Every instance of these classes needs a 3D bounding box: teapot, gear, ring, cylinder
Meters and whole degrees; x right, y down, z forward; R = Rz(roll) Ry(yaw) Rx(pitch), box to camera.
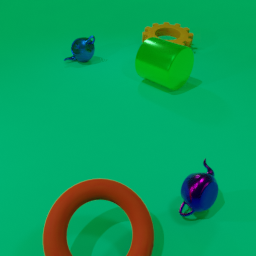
[{"bbox_3d":[-1.782,-2.947,10.545,0.738,1.506,0.937,3,56,-60],"label":"teapot"},{"bbox_3d":[1.264,1.083,5.045,0.564,0.716,1.152,20,73,49],"label":"teapot"},{"bbox_3d":[1.646,-3.757,11.671,2.054,0.380,2.054,0,46,0],"label":"gear"},{"bbox_3d":[-0.413,1.601,4.260,1.687,0.337,1.687,6,63,-12],"label":"ring"},{"bbox_3d":[1.164,-2.072,8.974,1.374,1.374,1.374,30,46,35],"label":"cylinder"}]
